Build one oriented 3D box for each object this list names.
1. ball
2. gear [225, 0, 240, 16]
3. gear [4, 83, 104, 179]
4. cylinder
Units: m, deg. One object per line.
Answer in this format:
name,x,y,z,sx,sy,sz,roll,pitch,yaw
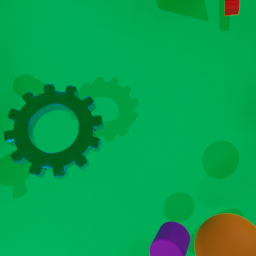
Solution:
ball,1.546,1.843,4.271,1.037,1.037,1.037,0,82,0
gear,2.080,-3.043,5.559,0.273,1.476,1.476,1,81,19
gear,-1.491,0.048,5.773,1.937,0.358,1.937,0,74,-1
cylinder,0.961,2.649,6.337,0.773,0.773,0.773,6,105,22
